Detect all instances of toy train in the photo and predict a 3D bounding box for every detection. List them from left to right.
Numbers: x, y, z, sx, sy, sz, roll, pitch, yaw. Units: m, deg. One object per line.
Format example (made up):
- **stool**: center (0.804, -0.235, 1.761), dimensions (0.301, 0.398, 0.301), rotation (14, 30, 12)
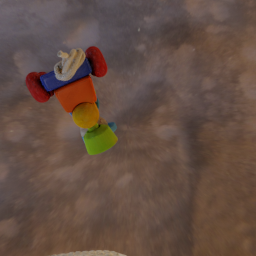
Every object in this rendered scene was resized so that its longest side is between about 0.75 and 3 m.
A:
- **toy train**: center (-0.640, -0.274, 4.092), dimensions (1.130, 2.670, 1.545), rotation (-25, 105, -4)

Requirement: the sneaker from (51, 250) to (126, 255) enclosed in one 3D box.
- **sneaker**: center (-1.054, 1.830, 1.932), dimensions (2.585, 0.937, 1.474), rotation (-20, 72, 4)
